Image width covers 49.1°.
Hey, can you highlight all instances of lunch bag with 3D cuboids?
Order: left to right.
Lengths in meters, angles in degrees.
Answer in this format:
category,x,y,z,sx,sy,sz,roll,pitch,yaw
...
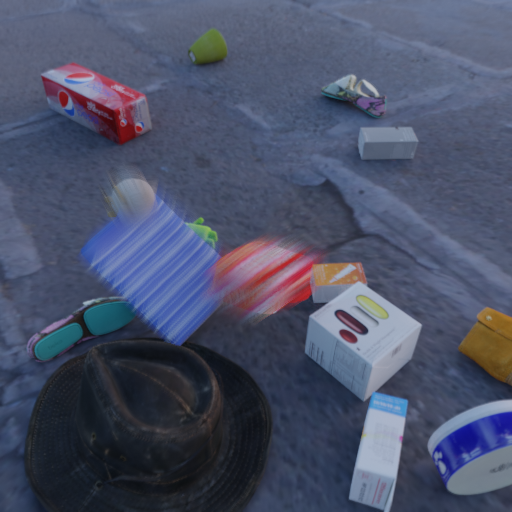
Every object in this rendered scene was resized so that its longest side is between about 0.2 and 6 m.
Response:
category,x,y,z,sx,sy,sz,roll,pitch,yaw
lunch bag,0.202,0.396,9.619,1.518,0.706,1.723,21,26,23

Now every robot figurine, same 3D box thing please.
category,x,y,z,sx,sy,sz,roll,pitch,yaw
robot figurine,-1.308,-0.402,11.906,0.924,0.535,0.811,12,62,11

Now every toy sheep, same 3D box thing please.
category,x,y,z,sx,sy,sz,roll,pitch,yaw
toy sheep,-1.991,-0.901,8.973,0.720,0.720,1.044,-37,9,-34

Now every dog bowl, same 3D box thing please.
category,x,y,z,sx,sy,sz,roll,pitch,yaw
dog bowl,3.198,2.649,7.671,1.533,1.533,0.604,-7,45,-8

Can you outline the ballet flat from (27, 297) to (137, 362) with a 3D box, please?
category,x,y,z,sx,sy,sz,roll,pitch,yaw
ballet flat,-3.161,1.209,10.062,2.015,0.697,0.717,-28,29,-27

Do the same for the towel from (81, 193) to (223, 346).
category,x,y,z,sx,sy,sz,roll,pitch,yaw
towel,-1.685,0.161,10.198,2.512,0.300,1.819,43,68,5

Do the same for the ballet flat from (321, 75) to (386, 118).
category,x,y,z,sx,sy,sz,roll,pitch,yaw
ballet flat,2.980,-4.906,16.792,0.805,0.828,2.328,-17,42,-42

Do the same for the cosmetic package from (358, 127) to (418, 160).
category,x,y,z,sx,sy,sz,roll,pitch,yaw
cosmetic package,3.440,-2.968,14.783,1.406,0.634,0.751,0,45,-4

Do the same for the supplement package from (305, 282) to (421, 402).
category,x,y,z,sx,sy,sz,roll,pitch,yaw
supplement package,1.778,1.408,9.484,1.302,1.001,1.361,-31,51,-30

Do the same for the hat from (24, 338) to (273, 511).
category,x,y,z,sx,sy,sz,roll,pitch,yaw
hat,-1.663,2.185,8.205,3.887,1.568,3.887,0,42,0

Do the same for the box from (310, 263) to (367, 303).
category,x,y,z,sx,sy,sz,roll,pitch,yaw
box,1.584,0.520,10.893,0.993,0.484,0.618,-3,41,-3

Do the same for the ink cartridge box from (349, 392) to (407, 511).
category,x,y,z,sx,sy,sz,roll,pitch,yaw
ink cartridge box,1.699,2.869,7.879,0.543,0.922,1.601,12,42,14

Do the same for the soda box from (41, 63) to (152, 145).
category,x,y,z,sx,sy,sz,roll,pitch,yaw
soda box,-4.616,-4.411,16.046,3.476,1.102,1.217,29,49,30

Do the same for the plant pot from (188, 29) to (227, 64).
category,x,y,z,sx,sy,sz,roll,pitch,yaw
plant pot,-1.742,-7.066,19.258,1.121,1.049,1.049,-35,51,-19

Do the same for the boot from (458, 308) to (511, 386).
category,x,y,z,sx,sy,sz,roll,pitch,yaw
boot,4.761,1.340,9.718,2.295,0.808,1.643,-32,51,-25
